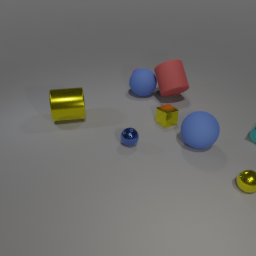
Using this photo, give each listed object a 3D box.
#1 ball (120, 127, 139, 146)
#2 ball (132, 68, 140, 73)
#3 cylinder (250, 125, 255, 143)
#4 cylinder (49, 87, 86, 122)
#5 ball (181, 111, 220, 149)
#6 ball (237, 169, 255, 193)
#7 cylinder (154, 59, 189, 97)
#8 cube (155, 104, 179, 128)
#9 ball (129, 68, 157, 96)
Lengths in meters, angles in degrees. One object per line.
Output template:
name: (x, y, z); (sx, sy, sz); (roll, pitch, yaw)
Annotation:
ball: (0.065, 0.328, 10.581); (0.700, 0.700, 0.700); (0, 32, 0)
ball: (0.563, -2.866, 15.144); (0.700, 0.700, 0.700); (0, 32, 0)
cylinder: (5.132, 0.158, 10.712); (0.700, 0.700, 0.700); (24, 48, 33)
cylinder: (-2.599, -1.017, 12.108); (1.400, 1.400, 1.400); (-6, 32, -10)
ball: (2.654, 0.071, 10.342); (1.400, 1.400, 1.400); (0, 32, 0)
ball: (3.684, 1.614, 8.534); (0.700, 0.700, 0.700); (0, 32, 0)
cylinder: (2.116, -2.401, 13.596); (1.400, 1.400, 1.400); (-13, -8, -2)
cube: (1.659, -0.524, 11.987); (0.700, 0.700, 0.700); (-18, 36, -27)
ball: (0.764, -2.315, 14.242); (1.400, 1.400, 1.400); (0, 32, 0)
